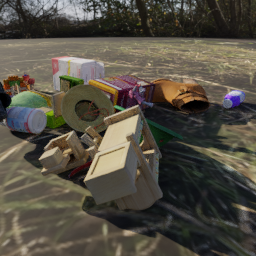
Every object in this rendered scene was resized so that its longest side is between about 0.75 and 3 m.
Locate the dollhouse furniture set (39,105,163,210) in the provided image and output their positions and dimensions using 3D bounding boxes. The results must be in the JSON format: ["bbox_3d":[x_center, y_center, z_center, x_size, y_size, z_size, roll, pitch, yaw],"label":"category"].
[{"bbox_3d":[-0.686,1.078,5.555,2.462,1.548,2.784,-21,18,15],"label":"dollhouse furniture set"}]

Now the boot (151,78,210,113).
[{"bbox_3d":[1.831,-1.152,11.192,2.615,1.003,2.030,-4,34,-3],"label":"boot"}]

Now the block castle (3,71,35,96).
[{"bbox_3d":[-5.530,-2.122,13.343,1.946,0.913,1.301,-14,26,-31],"label":"block castle"}]

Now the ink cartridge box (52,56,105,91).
[{"bbox_3d":[-2.355,-2.416,13.181,2.712,1.580,0.915,16,27,35],"label":"ink cartridge box"}]

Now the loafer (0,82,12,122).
[{"bbox_3d":[-3.968,-0.830,8.639,0.773,0.748,2.203,-18,39,-6],"label":"loafer"}]

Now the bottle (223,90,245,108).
[{"bbox_3d":[4.324,-1.169,11.545,0.632,0.494,1.514,17,27,33],"label":"bottle"}]

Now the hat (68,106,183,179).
[{"bbox_3d":[0.001,0.673,7.415,2.311,2.034,1.914,25,0,-6],"label":"hat"}]

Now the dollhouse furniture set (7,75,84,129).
[{"bbox_3d":[-3.231,-1.196,10.059,2.749,1.380,1.801,17,26,21],"label":"dollhouse furniture set"}]

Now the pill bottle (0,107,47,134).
[{"bbox_3d":[-3.398,-0.275,8.944,1.439,0.782,0.782,6,23,23],"label":"pill bottle"}]

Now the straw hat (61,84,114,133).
[{"bbox_3d":[-1.380,-0.519,9.349,1.749,1.749,0.740,-7,-12,-17],"label":"straw hat"}]

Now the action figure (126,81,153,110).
[{"bbox_3d":[0.192,-0.838,9.389,1.121,1.505,1.008,-5,23,-13],"label":"action figure"}]

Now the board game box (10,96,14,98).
[{"bbox_3d":[-4.791,-0.983,11.300,1.006,0.345,1.217,8,23,15],"label":"board game box"}]

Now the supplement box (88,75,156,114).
[{"bbox_3d":[-0.229,-1.259,10.591,1.340,1.040,2.429,27,29,32],"label":"supplement box"}]
